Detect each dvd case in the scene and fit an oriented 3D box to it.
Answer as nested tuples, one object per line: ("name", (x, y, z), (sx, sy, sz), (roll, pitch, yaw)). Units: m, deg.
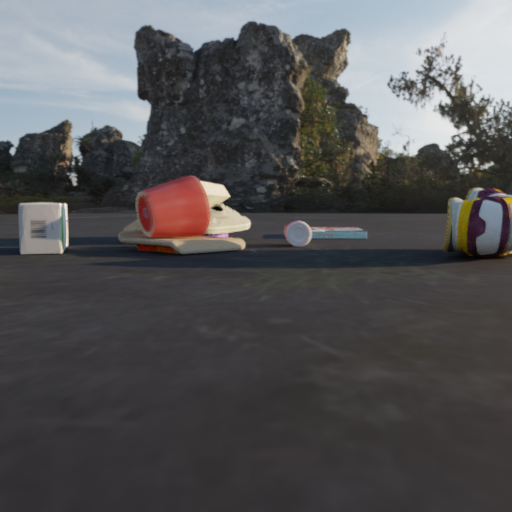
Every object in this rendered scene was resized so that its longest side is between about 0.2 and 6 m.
("dvd case", (1.961, -0.595, 14.292), (1.462, 0.220, 2.003), (0, 4, 2))

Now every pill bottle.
("pill bottle", (0.806, -0.458, 11.167), (0.508, 0.508, 0.889), (0, 5, -1))

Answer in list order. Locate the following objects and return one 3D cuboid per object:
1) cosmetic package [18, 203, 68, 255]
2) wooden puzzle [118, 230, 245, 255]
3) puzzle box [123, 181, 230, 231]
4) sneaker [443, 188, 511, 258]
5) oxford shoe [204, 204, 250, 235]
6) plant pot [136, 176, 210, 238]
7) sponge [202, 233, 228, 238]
("cosmetic package", (-3.727, -0.510, 9.874), (0.688, 0.873, 1.622), (-2, 7, -14))
("wooden puzzle", (-1.330, -0.216, 9.989), (1.739, 0.324, 1.609), (11, 11, 42))
("puzzle box", (-1.681, -1.009, 12.676), (1.898, 0.363, 2.852), (-32, 0, 8))
("sneaker", (4.036, -0.488, 9.158), (1.376, 1.145, 3.055), (10, 16, 29))
("oxford shoe", (-0.748, -0.850, 12.611), (0.855, 0.657, 2.274), (-1, 4, 24))
("plant pot", (-1.516, -0.816, 9.938), (1.011, 1.143, 1.143), (-13, 11, -30))
("sponge", (-1.055, -0.393, 12.301), (0.687, 0.184, 1.231), (0, 5, 7))
